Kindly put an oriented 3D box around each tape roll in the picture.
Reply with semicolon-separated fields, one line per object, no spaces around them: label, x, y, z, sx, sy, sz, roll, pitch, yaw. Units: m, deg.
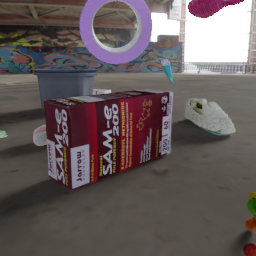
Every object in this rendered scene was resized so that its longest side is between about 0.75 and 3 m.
tape roll;-0.399;-3.337;9.186;2.328;2.328;0.764;-1;26;-6

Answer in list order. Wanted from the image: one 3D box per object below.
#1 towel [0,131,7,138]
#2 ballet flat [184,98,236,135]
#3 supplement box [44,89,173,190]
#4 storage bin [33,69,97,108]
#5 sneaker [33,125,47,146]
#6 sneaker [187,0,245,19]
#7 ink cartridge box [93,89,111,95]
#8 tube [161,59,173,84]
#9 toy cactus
towel;-4.246;0.236;7.204;1.738;0.203;1.325;5;15;16
ballet flat;2.399;-0.465;8.729;0.931;0.931;2.595;-3;15;-12
supplement box;-0.224;0.054;5.337;2.582;1.405;0.786;-14;20;-42
storage bin;-2.563;-1.661;11.879;2.487;1.671;1.810;6;13;19
sneaker;-1.814;0.109;7.119;1.208;0.455;0.632;-10;22;-22
sneaker;1.782;-2.559;5.532;1.217;0.495;0.537;-6;36;32
ink cartridge box;-1.566;-1.836;15.191;1.096;0.459;0.795;6;15;22
tube;1.561;-2.189;10.915;0.313;0.481;1.242;-26;-31;5
toy cactus;1.746;1.137;2.889;1.125;0.697;1.363;27;21;23
